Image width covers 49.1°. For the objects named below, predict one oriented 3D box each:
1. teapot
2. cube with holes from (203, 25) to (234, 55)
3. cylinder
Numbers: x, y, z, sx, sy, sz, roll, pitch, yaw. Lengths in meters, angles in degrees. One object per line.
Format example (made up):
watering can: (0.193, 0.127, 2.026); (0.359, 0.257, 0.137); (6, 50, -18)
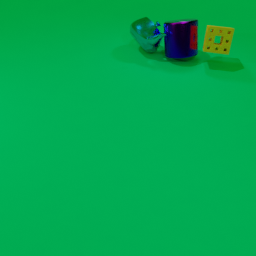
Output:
teapot: (0.749, -3.375, 9.999); (1.022, 1.298, 2.087); (-41, 34, 10)
cube with holes: (2.948, -2.908, 9.209); (0.791, 0.791, 0.791); (10, 23, 9)
cylinder: (1.830, -3.100, 9.682); (1.161, 1.161, 1.161); (-5, 25, 2)
